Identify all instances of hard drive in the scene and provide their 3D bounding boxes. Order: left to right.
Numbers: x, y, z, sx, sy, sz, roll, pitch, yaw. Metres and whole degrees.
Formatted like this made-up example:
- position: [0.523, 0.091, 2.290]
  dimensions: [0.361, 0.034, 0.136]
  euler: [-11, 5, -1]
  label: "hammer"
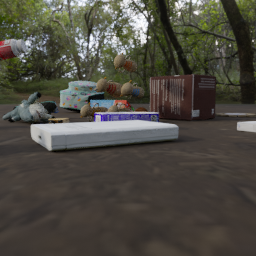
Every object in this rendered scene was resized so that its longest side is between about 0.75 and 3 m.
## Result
- position: [-0.488, 0.087, 5.558]
  dimensions: [2.474, 0.330, 1.632]
  euler: [-4, 7, -29]
  label: "hard drive"

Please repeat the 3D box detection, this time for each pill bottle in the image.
- position: [-3.397, -2.254, 8.021]
  dimensions: [0.896, 0.503, 0.503]
  euler: [-10, 5, 5]
  label: "pill bottle"

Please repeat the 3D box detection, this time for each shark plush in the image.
- position: [-3.797, -0.579, 9.882]
  dimensions: [2.521, 1.145, 1.050]
  euler: [9, 41, 32]
  label: "shark plush"

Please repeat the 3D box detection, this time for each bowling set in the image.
- position: [-0.174, -1.069, 9.824]
  dimensions: [1.935, 2.781, 1.493]
  euler: [35, 15, 27]
  label: "bowling set"

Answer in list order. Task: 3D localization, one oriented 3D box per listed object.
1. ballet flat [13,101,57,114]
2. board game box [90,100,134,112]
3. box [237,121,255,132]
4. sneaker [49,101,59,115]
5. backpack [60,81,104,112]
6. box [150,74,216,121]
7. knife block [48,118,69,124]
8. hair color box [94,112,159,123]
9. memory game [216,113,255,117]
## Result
- position: [-3.741, -0.612, 11.216]
  dimensions: [1.783, 0.606, 0.610]
  euler: [-9, 47, 5]
  label: "ballet flat"
- position: [-0.623, -0.817, 11.993]
  dimensions: [1.495, 0.394, 1.955]
  euler: [1, -6, 11]
  label: "board game box"
- position: [3.573, -0.016, 6.978]
  dimensions: [0.948, 0.239, 1.314]
  euler: [-4, 8, -29]
  label: "box"
- position: [-3.546, -0.612, 11.780]
  dimensions: [1.367, 0.582, 0.527]
  euler: [-19, 27, 14]
  label: "sneaker"
- position: [-2.851, -1.884, 16.926]
  dimensions: [2.484, 1.904, 2.184]
  euler: [0, 14, 16]
  label: "backpack"
- position: [2.237, -1.249, 11.543]
  dimensions: [2.124, 1.744, 1.762]
  euler: [6, 8, 45]
  label: "box"
- position: [-1.857, -0.112, 7.788]
  dimensions: [0.833, 0.267, 0.731]
  euler: [-5, 8, -42]
  label: "knife block"
- position: [-0.045, -0.182, 7.406]
  dimensions: [1.535, 0.497, 0.839]
  euler: [0, 5, -21]
  label: "hair color box"
- position: [5.131, -0.621, 13.380]
  dimensions: [1.862, 0.119, 1.862]
  euler: [0, 7, 0]
  label: "memory game"
